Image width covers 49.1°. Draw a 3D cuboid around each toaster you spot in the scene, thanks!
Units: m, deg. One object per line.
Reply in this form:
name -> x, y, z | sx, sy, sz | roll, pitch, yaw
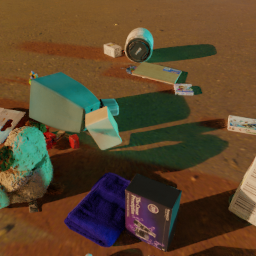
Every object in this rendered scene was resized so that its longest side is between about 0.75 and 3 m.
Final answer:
toaster -> -0.824, -0.864, 12.029 | 0.692, 0.608, 1.071 | -9, 35, -16

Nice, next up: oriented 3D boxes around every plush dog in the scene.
plush dog -> -2.934, 0.989, 8.103 | 2.022, 2.164, 2.520 | 10, 37, 14

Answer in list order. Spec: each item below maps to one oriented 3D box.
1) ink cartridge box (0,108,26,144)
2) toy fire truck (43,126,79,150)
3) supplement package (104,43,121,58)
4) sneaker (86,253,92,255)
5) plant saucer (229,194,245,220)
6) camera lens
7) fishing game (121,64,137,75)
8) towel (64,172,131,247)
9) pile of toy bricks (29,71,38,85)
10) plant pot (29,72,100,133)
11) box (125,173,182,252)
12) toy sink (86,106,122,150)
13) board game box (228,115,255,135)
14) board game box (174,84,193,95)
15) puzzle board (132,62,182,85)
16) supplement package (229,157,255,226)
ink cartridge box -> -5.749, -0.060, 11.051 | 2.717, 0.681, 2.203 | 11, 36, 0
toy fire truck -> -2.691, 0.342, 10.465 | 1.199, 0.415, 1.701 | -17, 33, -32
supplement package -> -0.981, -4.932, 17.700 | 0.598, 0.576, 1.052 | -28, 44, -33
sneaker -> -0.797, 3.417, 6.303 | 0.565, 0.443, 1.137 | 2, 44, -8
plant saucer -> 3.308, 2.275, 7.954 | 0.953, 0.171, 0.953 | 7, 36, -5
camera lens -> 0.691, -5.000, 16.879 | 1.637, 1.637, 2.047 | 4, 36, 5
fishing game -> 0.491, -3.254, 15.648 | 1.777, 0.276, 1.273 | 29, 42, 34
towel -> -0.592, 2.164, 7.883 | 1.553, 0.521, 2.103 | 17, 39, 24
pile of toy bricks -> -4.889, -2.428, 14.379 | 0.538, 0.604, 1.089 | -41, 52, 9
plant pot -> -2.409, -0.882, 11.091 | 2.366, 1.672, 1.671 | 28, 32, 21
box -> 0.588, 2.113, 6.943 | 1.205, 1.708, 0.674 | 15, 39, 21
toy sink -> -0.847, 0.010, 9.959 | 0.846, 1.298, 0.727 | -21, 39, 9
board game box -> 4.739, -0.110, 11.293 | 1.335, 0.231, 0.843 | 11, 37, 15
board game box -> 2.743, -1.906, 13.840 | 0.868, 0.179, 0.866 | 2, 36, 2
puzzle board -> 1.600, -2.970, 15.184 | 2.332, 0.203, 1.757 | 17, 37, 14
supplement package -> 3.885, 1.448, 7.515 | 1.349, 1.835, 1.755 | 28, 39, 23
